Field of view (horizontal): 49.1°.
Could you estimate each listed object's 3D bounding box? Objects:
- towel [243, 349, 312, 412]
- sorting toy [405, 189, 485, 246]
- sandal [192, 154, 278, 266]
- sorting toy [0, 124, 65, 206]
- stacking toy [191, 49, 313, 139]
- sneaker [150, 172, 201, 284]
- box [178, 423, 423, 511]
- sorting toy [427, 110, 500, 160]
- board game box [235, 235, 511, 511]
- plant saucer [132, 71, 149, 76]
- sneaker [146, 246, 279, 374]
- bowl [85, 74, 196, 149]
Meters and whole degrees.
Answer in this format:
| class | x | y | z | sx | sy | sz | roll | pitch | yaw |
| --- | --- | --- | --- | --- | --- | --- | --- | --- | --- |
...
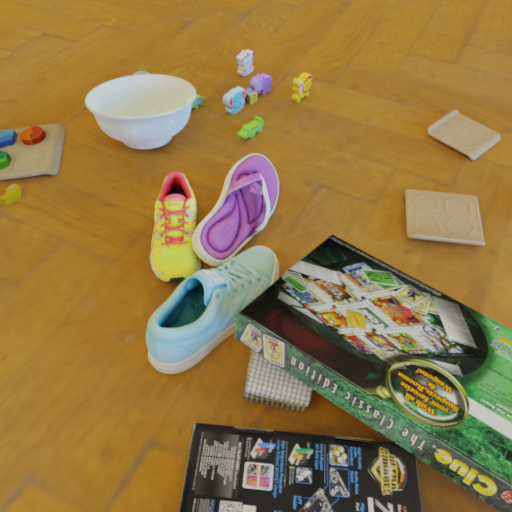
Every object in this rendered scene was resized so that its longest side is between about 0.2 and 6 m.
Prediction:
| class | x | y | z | sx | sy | sz | roll | pitch | yaw |
| --- | --- | --- | --- | --- | --- | --- | --- | --- | --- |
| towel | 0.390 | 1.765 | 8.872 | 1.049 | 0.542 | 1.267 | 12 | 51 | 1 |
| sorting toy | 3.789 | -0.768 | 11.397 | 1.478 | 0.291 | 1.597 | 7 | 44 | 6 |
| sandal | -0.181 | -0.963 | 10.938 | 1.208 | 0.729 | 2.968 | 39 | 53 | -17 |
| sorting toy | -5.422 | -2.115 | 12.505 | 1.964 | 0.353 | 2.637 | -5 | 49 | -5 |
| stacking toy | -0.209 | -4.143 | 14.125 | 2.107 | 0.656 | 2.794 | 31 | 56 | 25 |
| sneaker | -1.579 | -0.595 | 10.641 | 0.975 | 1.127 | 2.495 | -4 | 50 | -6 |
| box | 0.522 | 3.790 | 6.969 | 3.122 | 0.781 | 3.145 | 5 | 48 | 2 |
| sorting toy | 4.907 | -2.851 | 13.274 | 1.234 | 0.243 | 1.334 | -34 | 61 | -27 |
| board game box | 2.789 | 1.733 | 8.394 | 5.708 | 0.670 | 2.991 | 30 | 39 | 23 |
| plant saucer | -3.089 | -4.815 | 15.048 | 0.612 | 0.154 | 0.612 | 0 | 49 | 0 |
| sneaker | -0.616 | 0.647 | 9.453 | 1.125 | 1.247 | 3.044 | 29 | 55 | 22 |
| bowl | -2.573 | -3.209 | 12.872 | 2.448 | 1.100 | 2.448 | -1 | 40 | 0 |
